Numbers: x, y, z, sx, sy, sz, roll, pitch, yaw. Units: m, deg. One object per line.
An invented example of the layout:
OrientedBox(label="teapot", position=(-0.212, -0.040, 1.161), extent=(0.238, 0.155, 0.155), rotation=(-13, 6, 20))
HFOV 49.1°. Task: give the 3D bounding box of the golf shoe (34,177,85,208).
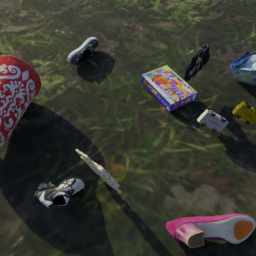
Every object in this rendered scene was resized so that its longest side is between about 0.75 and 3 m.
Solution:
OrientedBox(label="golf shoe", position=(-1.491, 1.564, 6.581), extent=(1.328, 0.516, 0.628), rotation=(-5, 39, -47))

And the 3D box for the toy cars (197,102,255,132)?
OrientedBox(label="toy cars", position=(2.912, -0.381, 8.145), extent=(2.000, 0.897, 0.443), rotation=(-12, 42, -6))

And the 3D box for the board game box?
OrientedBox(label="board game box", position=(1.323, -1.342, 9.257), extent=(1.078, 0.359, 1.603), rotation=(-25, 57, -23))

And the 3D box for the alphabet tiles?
OrientedBox(label="alphabet tiles", position=(-0.684, 1.007, 6.636), extent=(0.099, 1.324, 1.354), rotation=(-46, 25, -16))

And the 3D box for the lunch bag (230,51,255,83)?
OrientedBox(label="lunch bag", position=(4.072, -1.961, 9.160), extent=(1.300, 1.105, 0.828), rotation=(-8, 75, 24))

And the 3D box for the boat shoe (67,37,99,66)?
OrientedBox(label="boat shoe", position=(-1.534, -2.831, 10.451), extent=(0.547, 0.577, 1.651), rotation=(30, 50, 17))

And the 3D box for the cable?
OrientedBox(label="cable", position=(2.113, -1.895, 8.581), extent=(0.347, 1.365, 1.114), rotation=(35, 86, 14))

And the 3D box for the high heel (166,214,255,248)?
OrientedBox(label="high heel", position=(1.883, 2.219, 6.356), extent=(1.983, 0.668, 0.951), rotation=(-8, 8, -22))

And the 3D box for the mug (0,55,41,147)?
OrientedBox(label="mug", position=(-3.724, -0.573, 8.039), extent=(1.585, 2.109, 2.376), rotation=(27, 45, -19))
